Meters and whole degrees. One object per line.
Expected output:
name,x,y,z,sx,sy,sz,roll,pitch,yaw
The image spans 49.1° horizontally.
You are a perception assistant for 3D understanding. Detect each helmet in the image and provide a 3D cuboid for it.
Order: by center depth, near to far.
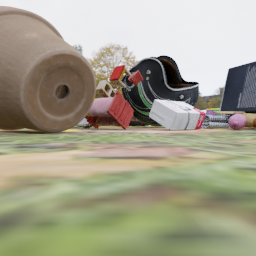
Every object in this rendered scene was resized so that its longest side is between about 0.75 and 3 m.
helmet,1.269,-1.362,10.952,2.800,2.670,2.800,-36,-1,0

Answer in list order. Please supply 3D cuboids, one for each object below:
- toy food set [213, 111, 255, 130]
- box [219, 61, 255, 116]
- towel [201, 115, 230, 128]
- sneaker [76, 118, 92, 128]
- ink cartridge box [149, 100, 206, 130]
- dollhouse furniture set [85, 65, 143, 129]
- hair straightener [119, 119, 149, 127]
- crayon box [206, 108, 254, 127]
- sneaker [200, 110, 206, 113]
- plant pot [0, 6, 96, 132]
toy food set,3.275,-0.090,6.731,1.525,0.378,2.399,-1,9,-25
box,4.554,-0.953,8.085,2.177,1.571,2.934,13,-3,-19
towel,2.779,-0.218,9.257,0.864,0.446,1.043,0,1,-16
sneaker,-1.308,-0.180,8.599,0.445,0.450,1.134,40,30,12
ink cartridge box,1.277,-0.338,7.240,1.185,0.494,0.861,0,26,-41
dollhouse furniture set,-0.360,-1.089,8.162,1.217,2.262,0.920,-1,-35,37
hair straightener,-0.149,-0.334,12.454,2.603,0.533,1.002,0,1,-19
crayon box,5.058,-0.446,11.541,2.358,0.797,2.733,-2,2,-32
sneaker,3.201,-0.525,12.666,1.308,0.915,2.265,-2,-1,12
plant pot,-1.902,-0.976,5.536,2.641,2.641,2.303,-1,19,-45
